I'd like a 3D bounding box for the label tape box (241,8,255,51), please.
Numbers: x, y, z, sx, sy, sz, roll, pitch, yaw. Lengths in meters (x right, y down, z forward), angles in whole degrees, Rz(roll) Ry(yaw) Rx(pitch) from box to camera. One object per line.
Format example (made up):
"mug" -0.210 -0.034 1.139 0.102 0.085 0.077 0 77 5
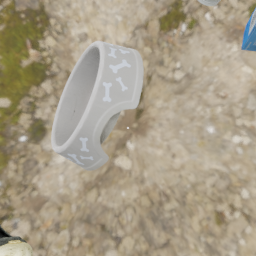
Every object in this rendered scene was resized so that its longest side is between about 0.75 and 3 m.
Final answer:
"label tape box" 3.007 -1.649 4.790 1.765 1.273 0.559 12 92 12

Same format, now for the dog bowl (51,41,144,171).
"dog bowl" -0.730 -0.498 5.493 0.754 2.571 2.571 21 76 -25

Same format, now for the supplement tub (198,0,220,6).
"supplement tub" 2.259 -3.809 7.037 0.886 1.222 0.886 5 67 -11

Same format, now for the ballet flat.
"ballet flat" -2.321 1.790 4.708 2.389 0.794 0.679 -3 71 44
